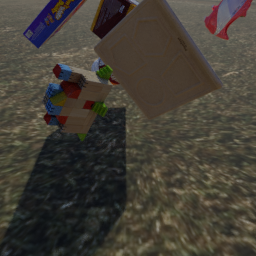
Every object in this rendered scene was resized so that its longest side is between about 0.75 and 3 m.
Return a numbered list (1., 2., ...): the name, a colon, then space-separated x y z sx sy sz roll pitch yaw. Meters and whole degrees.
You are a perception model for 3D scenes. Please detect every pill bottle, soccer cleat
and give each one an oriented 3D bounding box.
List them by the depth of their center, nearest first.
1. pill bottle: -0.189 -1.288 5.884 0.729 0.729 1.291 -26 16 -36
2. soccer cleat: 2.768 -3.217 6.753 0.852 2.229 0.743 42 35 8

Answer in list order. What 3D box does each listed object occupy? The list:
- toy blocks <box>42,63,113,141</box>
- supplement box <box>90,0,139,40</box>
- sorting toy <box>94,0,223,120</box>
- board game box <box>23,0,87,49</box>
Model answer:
1. toy blocks: -0.580 -0.272 2.874 0.601 0.880 0.440 4 38 -43
2. supplement box: -0.278 -4.326 11.420 1.243 1.847 1.872 -7 44 -46
3. sorting toy: 0.415 -1.044 4.551 1.802 1.668 0.329 -23 20 52
4. board game box: -1.757 -3.690 8.240 2.681 0.600 1.803 -33 24 32
